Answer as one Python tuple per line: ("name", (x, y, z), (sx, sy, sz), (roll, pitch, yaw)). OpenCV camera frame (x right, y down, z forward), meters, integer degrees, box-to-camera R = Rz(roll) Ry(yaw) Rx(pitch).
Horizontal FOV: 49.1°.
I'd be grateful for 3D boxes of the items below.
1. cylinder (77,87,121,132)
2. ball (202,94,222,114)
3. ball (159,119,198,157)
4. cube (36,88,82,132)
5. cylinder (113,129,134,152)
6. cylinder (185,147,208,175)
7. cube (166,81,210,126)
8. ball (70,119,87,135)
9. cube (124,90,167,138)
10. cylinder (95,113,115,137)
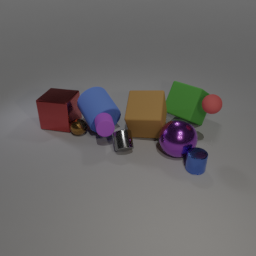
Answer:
("cylinder", (-1.223, -0.770, 11.743), (1.400, 1.400, 1.400), (-17, 55, -27))
("ball", (2.976, -0.844, 9.913), (0.700, 0.700, 0.700), (0, 31, 0))
("ball", (1.845, 0.381, 10.306), (1.400, 1.400, 1.400), (0, 31, 0))
("cube", (-2.967, -0.805, 12.252), (1.400, 1.400, 1.400), (7, 31, 11))
("cylinder", (-0.174, 0.481, 10.537), (0.700, 0.700, 0.700), (-7, 76, -11))
("cylinder", (2.368, 1.143, 9.687), (0.700, 0.700, 0.700), (0, 32, 0))
("cube", (2.609, -1.061, 12.192), (1.400, 1.400, 1.400), (25, 7, 35))
("ball", (-2.067, -0.046, 11.687), (0.700, 0.700, 0.700), (0, 31, 0))
("cube", (0.756, -0.537, 11.181), (1.400, 1.400, 1.400), (2, 59, 14))
("cylinder", (-0.896, -0.130, 10.667), (0.700, 0.700, 0.700), (-6, 29, -9))
